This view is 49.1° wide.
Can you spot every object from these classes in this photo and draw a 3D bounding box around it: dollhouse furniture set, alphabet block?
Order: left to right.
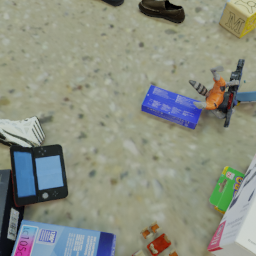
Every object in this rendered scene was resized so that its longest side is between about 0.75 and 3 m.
[{"bbox_3d":[0.579,2.866,6.585,0.973,0.507,0.983,-25,64,-25],"label":"dollhouse furniture set"},{"bbox_3d":[4.020,-4.003,9.890,1.000,1.005,1.024,-35,67,-16],"label":"alphabet block"},{"bbox_3d":[4.204,-0.998,8.664,1.560,1.018,1.473,0,32,34],"label":"dollhouse furniture set"}]

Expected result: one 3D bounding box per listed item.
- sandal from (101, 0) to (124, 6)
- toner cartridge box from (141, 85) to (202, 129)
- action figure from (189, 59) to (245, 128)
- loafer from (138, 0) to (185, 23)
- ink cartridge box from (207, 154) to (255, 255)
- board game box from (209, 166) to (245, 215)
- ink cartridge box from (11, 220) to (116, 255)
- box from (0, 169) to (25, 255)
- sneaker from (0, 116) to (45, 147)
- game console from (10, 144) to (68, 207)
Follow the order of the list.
[{"bbox_3d":[-1.216,-5.476,10.963,2.354,0.504,0.895,20,64,10],"label":"sandal"},{"bbox_3d":[1.330,-0.639,8.442,1.709,0.369,0.812,21,63,10],"label":"toner cartridge box"},{"bbox_3d":[2.557,-1.125,7.910,1.047,1.936,2.002,14,86,33],"label":"action figure"},{"bbox_3d":[1.275,-4.497,10.351,1.834,0.654,0.669,19,63,10],"label":"loafer"},{"bbox_3d":[3.068,1.549,5.918,1.229,2.109,2.914,31,68,16],"label":"ink cartridge box"},{"bbox_3d":[3.352,2.037,7.026,2.465,0.370,1.178,30,66,12],"label":"board game box"},{"bbox_3d":[-1.228,3.110,6.118,2.524,0.964,1.722,7,62,2],"label":"ink cartridge box"},{"bbox_3d":[-3.694,2.296,6.362,2.175,1.244,2.389,-4,61,-1],"label":"box"},{"bbox_3d":[-3.198,-0.011,8.036,1.834,0.692,1.055,29,56,6],"label":"sneaker"},{"bbox_3d":[-2.143,1.097,6.887,1.234,0.850,1.432,-7,79,-17],"label":"game console"}]
